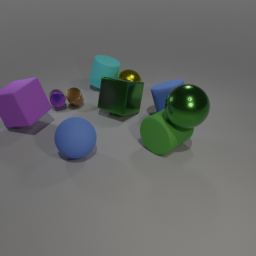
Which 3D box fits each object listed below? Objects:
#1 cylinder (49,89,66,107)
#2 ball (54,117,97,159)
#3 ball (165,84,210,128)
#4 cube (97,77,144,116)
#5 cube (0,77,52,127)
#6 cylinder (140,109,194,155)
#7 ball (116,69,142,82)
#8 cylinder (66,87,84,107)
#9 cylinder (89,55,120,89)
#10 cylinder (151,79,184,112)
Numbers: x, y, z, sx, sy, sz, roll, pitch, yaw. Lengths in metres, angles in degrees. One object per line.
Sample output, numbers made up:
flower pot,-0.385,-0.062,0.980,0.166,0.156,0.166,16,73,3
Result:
cylinder,-3.251,-1.376,12.855,0.700,0.700,0.700,-10,23,-17
ball,-1.760,0.328,9.432,1.400,1.400,1.400,0,30,0
ball,1.871,-0.685,8.865,1.400,1.400,1.400,0,30,0
cube,-0.307,-1.431,12.288,1.400,1.400,1.400,18,17,28
cube,-4.156,-0.989,10.951,1.400,1.400,1.400,-3,32,29
cylinder,1.386,0.059,9.985,1.400,1.400,1.400,26,39,38
ball,0.022,-2.223,14.032,1.400,1.400,1.400,0,30,0
cylinder,-2.450,-1.409,12.921,0.700,0.700,0.700,-1,72,3
cylinder,-1.250,-2.971,14.971,1.400,1.400,1.400,14,30,-9
cylinder,1.793,-1.182,11.808,1.400,1.400,1.400,-16,17,5
